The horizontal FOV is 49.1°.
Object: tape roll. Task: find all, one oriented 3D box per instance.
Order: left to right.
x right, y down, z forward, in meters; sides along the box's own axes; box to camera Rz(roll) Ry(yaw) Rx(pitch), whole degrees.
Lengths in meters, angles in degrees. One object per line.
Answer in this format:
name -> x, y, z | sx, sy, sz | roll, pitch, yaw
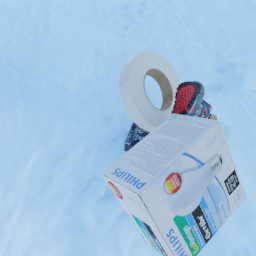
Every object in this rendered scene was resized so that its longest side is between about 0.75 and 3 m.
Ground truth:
tape roll -> 0.724, -1.013, 7.830 | 2.283, 0.417, 2.283 | 13, 71, -39

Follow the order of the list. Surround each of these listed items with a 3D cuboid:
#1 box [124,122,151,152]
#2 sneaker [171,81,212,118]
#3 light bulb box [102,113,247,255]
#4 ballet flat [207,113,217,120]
box -> 0.315, 0.298, 7.899 | 0.616, 0.444, 0.830 | 17, 58, 11
sneaker -> 1.605, -0.569, 6.759 | 0.888, 1.859, 0.737 | -13, 66, -8
light bulb box -> 1.067, 1.252, 6.041 | 2.251, 2.231, 1.405 | -39, 26, -22
ballet flat -> 2.115, -0.063, 7.820 | 0.288, 0.292, 0.857 | 40, 91, -11
